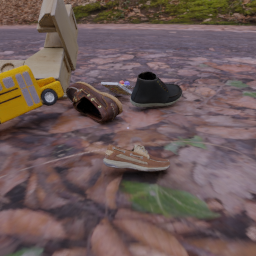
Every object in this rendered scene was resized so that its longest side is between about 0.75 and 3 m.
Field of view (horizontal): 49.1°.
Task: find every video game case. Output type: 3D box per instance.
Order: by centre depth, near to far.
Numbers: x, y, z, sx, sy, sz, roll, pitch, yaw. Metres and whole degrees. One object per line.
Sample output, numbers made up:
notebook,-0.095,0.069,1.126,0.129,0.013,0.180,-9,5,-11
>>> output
video game case,-0.355,-1.273,9.067,0.840,0.096,0.764,13,-11,46

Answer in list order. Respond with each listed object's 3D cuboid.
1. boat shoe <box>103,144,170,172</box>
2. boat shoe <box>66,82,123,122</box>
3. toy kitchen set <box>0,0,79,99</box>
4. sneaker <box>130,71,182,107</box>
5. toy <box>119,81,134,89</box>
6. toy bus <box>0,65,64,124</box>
boat shoe,0.184,0.530,5.103,1.237,0.444,0.469,7,-1,-9
boat shoe,-1.135,-0.737,7.773,2.134,0.751,0.750,22,43,40
toy kitchen set,-3.203,-2.850,8.814,2.704,2.445,2.997,2,64,4
sneaker,0.970,-1.181,8.163,1.796,0.954,0.672,-15,51,-28
toy,-0.174,-1.521,9.823,1.003,0.237,0.577,3,-3,40
toy bus,-3.038,-0.651,6.633,2.910,1.139,0.947,-32,20,-35
